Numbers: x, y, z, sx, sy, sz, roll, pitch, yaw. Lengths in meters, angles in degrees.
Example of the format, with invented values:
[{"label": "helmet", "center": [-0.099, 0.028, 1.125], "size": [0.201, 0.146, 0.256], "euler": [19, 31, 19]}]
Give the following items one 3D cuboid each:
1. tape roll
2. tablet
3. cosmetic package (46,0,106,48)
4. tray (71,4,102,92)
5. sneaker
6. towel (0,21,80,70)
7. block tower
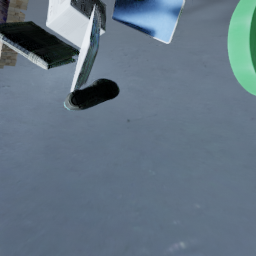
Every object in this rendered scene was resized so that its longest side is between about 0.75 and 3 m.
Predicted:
[{"label": "tape roll", "center": [2.679, -1.552, 4.999], "size": [1.996, 1.996, 0.480], "euler": [-17, 14, -23]}, {"label": "tablet", "center": [0.463, -2.987, 7.071], "size": [1.769, 1.151, 0.121], "euler": [28, 37, 13]}, {"label": "cosmetic package", "center": [-1.922, -4.306, 10.678], "size": [1.445, 1.737, 1.454], "euler": [-22, 57, 37]}, {"label": "tray", "center": [-1.095, -2.268, 7.860], "size": [0.331, 1.603, 2.985], "euler": [18, 36, -16]}, {"label": "sneaker", "center": [-0.925, -0.818, 7.014], "size": [1.560, 0.588, 0.618], "euler": [-21, -2, -33]}, {"label": "towel", "center": [-1.560, -1.443, 4.839], "size": [1.198, 0.215, 1.244], "euler": [32, 29, 2]}, {"label": "block tower", "center": [-2.975, -2.400, 6.962], "size": [0.487, 1.802, 0.521], "euler": [36, 25, 28]}]
